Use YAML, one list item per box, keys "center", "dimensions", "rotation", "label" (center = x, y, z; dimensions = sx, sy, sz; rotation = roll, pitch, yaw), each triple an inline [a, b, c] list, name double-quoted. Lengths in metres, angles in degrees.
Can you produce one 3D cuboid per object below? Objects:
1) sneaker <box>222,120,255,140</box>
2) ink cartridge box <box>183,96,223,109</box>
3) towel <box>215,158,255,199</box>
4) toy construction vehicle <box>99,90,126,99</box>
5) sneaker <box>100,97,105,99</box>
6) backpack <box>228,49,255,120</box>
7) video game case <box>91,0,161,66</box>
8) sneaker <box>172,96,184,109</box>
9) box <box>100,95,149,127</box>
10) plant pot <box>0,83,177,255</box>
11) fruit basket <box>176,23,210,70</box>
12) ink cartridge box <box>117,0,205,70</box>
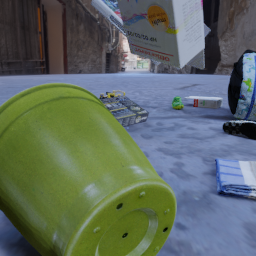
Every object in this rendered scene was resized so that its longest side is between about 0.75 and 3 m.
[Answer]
- center: [3.414, -0.008, 7.928]
  dimensions: [0.590, 0.494, 1.332]
  rotation: [-12, 18, -34]
  label: "sneaker"
- center: [3.518, -1.226, 13.228]
  dimensions: [1.660, 0.418, 0.904]
  rotation: [7, 15, 32]
  label: "ink cartridge box"
- center: [2.644, 0.866, 4.798]
  dimensions: [2.186, 0.260, 1.606]
  rotation: [4, 13, 16]
  label: "towel"
- center: [-0.864, -1.859, 15.716]
  dimensions: [1.354, 0.477, 1.178]
  rotation: [2, 14, 7]
  label: "toy construction vehicle"
- center: [-1.612, -0.755, 9.896]
  dimensions: [2.129, 0.881, 0.763]
  rotation: [-5, -9, -37]
  label: "sneaker"
- center: [4.596, -1.428, 10.307]
  dimensions: [2.249, 2.386, 2.925]
  rotation: [22, 28, 25]
  label: "backpack"
- center: [0.415, -2.986, 8.207]
  dimensions: [2.371, 0.299, 2.602]
  rotation: [43, 34, -1]
  label: "video game case"
- center: [2.216, -1.159, 12.679]
  dimensions: [0.468, 0.528, 1.263]
  rotation: [0, 14, -4]
  label: "sneaker"
- center: [-0.298, -0.591, 9.600]
  dimensions: [1.353, 0.412, 1.678]
  rotation: [35, 32, 32]
  label: "box"
- center: [-0.491, 0.637, 3.030]
  dimensions: [1.836, 1.836, 1.767]
  rotation: [-9, 28, -34]
  label: "plant pot"
- center: [2.138, -3.688, 11.278]
  dimensions: [0.973, 1.922, 2.075]
  rotation: [1, 46, -46]
  label: "fruit basket"
- center: [0.441, -1.467, 3.771]
  dimensions: [0.988, 1.716, 0.582]
  rotation: [29, 61, 38]
  label: "ink cartridge box"
